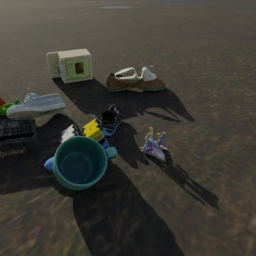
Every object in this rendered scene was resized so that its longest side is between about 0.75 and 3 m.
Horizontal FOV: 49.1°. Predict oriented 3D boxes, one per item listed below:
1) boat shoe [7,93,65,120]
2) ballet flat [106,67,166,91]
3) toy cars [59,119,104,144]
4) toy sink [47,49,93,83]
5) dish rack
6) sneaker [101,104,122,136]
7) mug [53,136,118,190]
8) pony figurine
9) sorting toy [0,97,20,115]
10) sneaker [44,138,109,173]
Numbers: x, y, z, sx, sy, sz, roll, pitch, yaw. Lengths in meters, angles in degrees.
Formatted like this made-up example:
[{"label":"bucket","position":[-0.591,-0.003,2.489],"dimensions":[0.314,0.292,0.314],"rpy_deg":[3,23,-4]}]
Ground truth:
[{"label":"boat shoe","position":[-3.636,-0.926,10.988],"dimensions":[2.424,0.845,0.863],"rpy_deg":[-15,77,-45]},{"label":"ballet flat","position":[0.408,-2.389,13.544],"dimensions":[2.982,1.079,1.011],"rpy_deg":[-1,32,-2]},{"label":"toy cars","position":[-1.506,0.271,9.269],"dimensions":[2.483,0.550,1.113],"rpy_deg":[-11,31,45]},{"label":"toy sink","position":[-3.009,-3.184,14.535],"dimensions":[2.103,1.370,1.178],"rpy_deg":[-11,34,-18]},{"label":"dish rack","position":[-4.146,0.084,10.115],"dimensions":[1.679,0.597,2.189],"rpy_deg":[-7,32,-13]},{"label":"sneaker","position":[-0.624,-0.427,10.739],"dimensions":[0.658,0.769,1.856],"rpy_deg":[7,33,9]},{"label":"mug","position":[-1.259,1.077,7.937],"dimensions":[1.700,1.051,1.397],"rpy_deg":[17,64,-13]},{"label":"pony figurine","position":[0.913,0.532,9.289],"dimensions":[0.900,0.932,0.776],"rpy_deg":[21,27,3]},{"label":"sorting toy","position":[-5.114,-1.119,11.560],"dimensions":[2.552,0.879,0.885],"rpy_deg":[17,34,35]},{"label":"sneaker","position":[-1.611,0.780,8.819],"dimensions":[2.097,0.822,0.691],"rpy_deg":[-13,37,-18]}]
